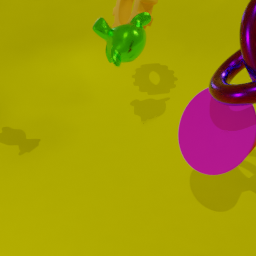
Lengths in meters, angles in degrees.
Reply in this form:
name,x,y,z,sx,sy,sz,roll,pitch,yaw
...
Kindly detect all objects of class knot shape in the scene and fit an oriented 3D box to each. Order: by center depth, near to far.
name,x,y,z,sx,sy,sz,roll,pitch,yaw
knot shape,1.802,-0.712,3.119,1.491,1.593,0.736,47,19,31

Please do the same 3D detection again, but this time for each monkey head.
name,x,y,z,sx,sy,sz,roll,pitch,yaw
monkey head,-0.166,-1.999,6.142,0.935,1.116,1.552,-1,53,56

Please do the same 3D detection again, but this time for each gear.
name,x,y,z,sx,sy,sz,roll,pitch,yaw
gear,0.132,-3.251,7.455,0.386,2.088,2.088,5,35,-24

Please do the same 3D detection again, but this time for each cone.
name,x,y,z,sx,sy,sz,roll,pitch,yaw
cone,1.689,0.127,4.323,1.291,1.286,1.286,13,28,-36
